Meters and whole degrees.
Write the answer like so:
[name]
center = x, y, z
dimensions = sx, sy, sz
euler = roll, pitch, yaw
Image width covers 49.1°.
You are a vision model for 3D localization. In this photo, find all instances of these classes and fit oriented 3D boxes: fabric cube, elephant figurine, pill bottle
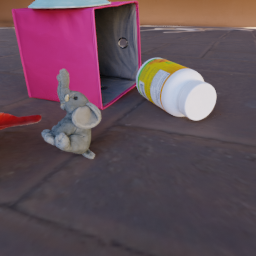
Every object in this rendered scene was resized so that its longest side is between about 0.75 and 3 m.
[fabric cube]
center = -1.459, -2.557, 9.249
dimensions = 2.880, 2.834, 2.889
euler = 10, 29, 25
[elephant figurine]
center = -0.977, -0.243, 5.375
dimensions = 0.959, 1.355, 1.051
euler = 26, -1, 25
[pill bottle]
center = 1.308, -1.105, 7.882
dimensions = 1.315, 1.315, 2.368
euler = -11, 28, -23

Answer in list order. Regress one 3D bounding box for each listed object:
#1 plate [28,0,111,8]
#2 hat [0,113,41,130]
[plate]
center = -1.628, -3.568, 7.836
dimensions = 2.288, 0.292, 2.288
euler = -2, 27, 1
[hat]
center = -3.091, 0.459, 5.091
dimensions = 2.673, 2.353, 2.214
euler = -25, 57, -3
